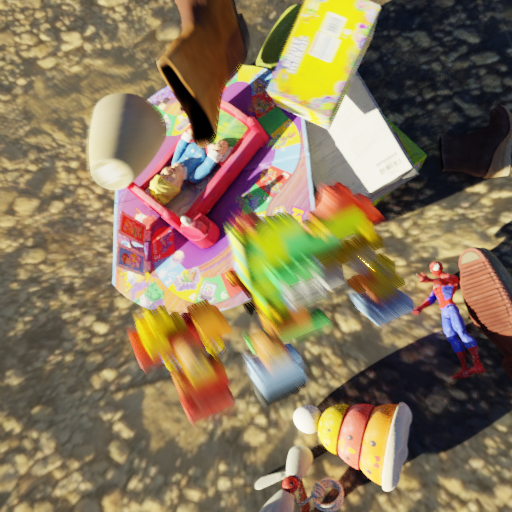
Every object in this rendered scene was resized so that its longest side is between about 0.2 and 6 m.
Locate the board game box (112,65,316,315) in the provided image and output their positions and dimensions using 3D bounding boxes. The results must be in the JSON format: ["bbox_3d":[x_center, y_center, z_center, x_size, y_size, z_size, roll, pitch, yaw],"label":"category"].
[{"bbox_3d":[-1.108,-1.557,10.201,4.083,1.006,5.168,-11,68,18],"label":"board game box"}]

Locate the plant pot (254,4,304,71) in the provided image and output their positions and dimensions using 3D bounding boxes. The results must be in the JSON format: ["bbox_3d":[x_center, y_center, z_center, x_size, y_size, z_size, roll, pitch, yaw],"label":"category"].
[{"bbox_3d":[0.691,-4.072,11.598,1.535,1.535,1.641,33,63,13],"label":"plant pot"}]

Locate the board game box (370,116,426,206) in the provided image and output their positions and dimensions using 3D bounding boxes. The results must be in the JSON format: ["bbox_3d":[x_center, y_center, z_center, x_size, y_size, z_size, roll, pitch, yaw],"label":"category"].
[{"bbox_3d":[1.998,-2.440,11.529,1.367,0.641,2.690,-37,72,-14],"label":"board game box"}]

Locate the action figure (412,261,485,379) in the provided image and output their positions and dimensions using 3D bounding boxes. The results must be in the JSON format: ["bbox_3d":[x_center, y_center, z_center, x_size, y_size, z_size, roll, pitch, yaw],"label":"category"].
[{"bbox_3d":[3.262,1.082,9.997,1.055,0.695,2.131,2,66,-19],"label":"action figure"}]

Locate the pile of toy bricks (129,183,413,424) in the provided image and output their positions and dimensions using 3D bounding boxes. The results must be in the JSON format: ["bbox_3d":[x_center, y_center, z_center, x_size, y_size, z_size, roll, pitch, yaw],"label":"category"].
[{"bbox_3d":[0.241,0.268,7.453,4.076,2.012,2.262,-22,31,-14],"label":"pile of toy bricks"}]

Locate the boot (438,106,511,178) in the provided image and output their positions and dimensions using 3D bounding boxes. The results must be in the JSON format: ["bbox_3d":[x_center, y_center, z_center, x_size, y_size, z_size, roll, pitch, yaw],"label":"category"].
[{"bbox_3d":[4.508,-2.423,11.538,1.409,0.613,1.694,7,71,1],"label":"boot"}]

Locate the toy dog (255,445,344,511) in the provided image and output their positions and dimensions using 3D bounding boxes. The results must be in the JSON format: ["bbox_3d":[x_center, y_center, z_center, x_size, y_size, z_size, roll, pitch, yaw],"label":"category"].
[{"bbox_3d":[0.406,4.048,8.893,1.870,0.901,1.233,-36,64,-27],"label":"toy dog"}]

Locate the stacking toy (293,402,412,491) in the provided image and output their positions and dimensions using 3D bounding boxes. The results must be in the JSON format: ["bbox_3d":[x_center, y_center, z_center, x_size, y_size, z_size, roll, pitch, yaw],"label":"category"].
[{"bbox_3d":[1.503,2.918,9.205,1.894,1.384,1.384,9,67,23],"label":"stacking toy"}]

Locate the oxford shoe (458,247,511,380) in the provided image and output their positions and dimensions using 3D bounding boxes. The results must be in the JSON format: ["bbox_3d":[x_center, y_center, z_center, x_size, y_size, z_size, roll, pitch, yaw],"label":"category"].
[{"bbox_3d":[4.589,1.056,9.856,1.087,1.024,2.908,-26,88,-21],"label":"oxford shoe"}]

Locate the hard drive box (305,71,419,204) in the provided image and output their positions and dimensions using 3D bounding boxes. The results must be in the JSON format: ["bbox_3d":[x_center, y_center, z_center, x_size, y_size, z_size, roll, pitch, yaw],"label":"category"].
[{"bbox_3d":[1.706,-2.053,10.504,1.725,0.850,2.213,-31,77,20],"label":"hard drive box"}]

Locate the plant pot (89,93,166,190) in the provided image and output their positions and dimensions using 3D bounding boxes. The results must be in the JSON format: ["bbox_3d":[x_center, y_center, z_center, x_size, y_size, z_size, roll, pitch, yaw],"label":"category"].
[{"bbox_3d":[-2.030,-1.600,8.384,1.149,1.149,1.227,5,49,2],"label":"plant pot"}]

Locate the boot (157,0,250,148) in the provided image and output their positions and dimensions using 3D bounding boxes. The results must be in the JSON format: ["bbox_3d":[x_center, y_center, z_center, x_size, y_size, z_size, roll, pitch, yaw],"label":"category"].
[{"bbox_3d":[-1.188,-3.830,9.244,1.083,2.977,3.162,-3,45,19],"label":"boot"}]

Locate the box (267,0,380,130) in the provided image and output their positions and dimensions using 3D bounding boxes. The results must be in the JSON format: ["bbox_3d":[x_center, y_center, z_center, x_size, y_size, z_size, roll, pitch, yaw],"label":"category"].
[{"bbox_3d":[1.061,-3.058,8.827,1.046,1.651,1.714,25,99,4],"label":"box"}]
